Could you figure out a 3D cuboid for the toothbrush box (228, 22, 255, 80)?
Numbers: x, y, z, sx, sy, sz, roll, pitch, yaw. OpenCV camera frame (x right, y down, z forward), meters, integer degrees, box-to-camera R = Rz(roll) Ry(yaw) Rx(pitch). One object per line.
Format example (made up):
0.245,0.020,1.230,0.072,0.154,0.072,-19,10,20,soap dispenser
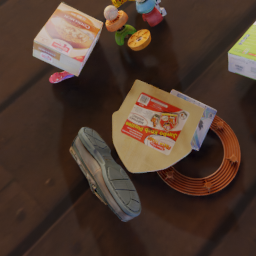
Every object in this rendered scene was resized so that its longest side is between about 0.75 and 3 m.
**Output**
3.920,-2.266,8.081,1.271,0.751,1.746,30,70,35,toothbrush box

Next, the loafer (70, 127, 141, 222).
-0.641,1.188,6.951,0.859,0.981,2.731,-47,55,19,loafer

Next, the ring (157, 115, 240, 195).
1.860,0.578,7.731,2.499,0.240,2.499,0,70,1,ring

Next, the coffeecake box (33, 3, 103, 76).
-1.748,-2.657,8.355,1.421,0.676,1.851,24,58,-7,coffeecake box

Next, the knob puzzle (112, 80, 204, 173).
0.628,0.139,7.703,2.627,0.364,2.627,-3,76,11,knob puzzle

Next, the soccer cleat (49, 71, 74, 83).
-1.954,-1.592,8.567,0.916,0.350,0.306,-26,71,7,soccer cleat

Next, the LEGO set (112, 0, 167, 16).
-0.040,-4.542,8.914,1.158,2.821,1.076,-42,34,-8,LEGO set

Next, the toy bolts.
0.211,-3.280,8.244,1.640,1.137,1.566,-40,43,1,toy bolts

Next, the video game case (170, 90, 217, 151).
1.604,-0.232,7.877,1.397,0.154,1.274,26,83,2,video game case
